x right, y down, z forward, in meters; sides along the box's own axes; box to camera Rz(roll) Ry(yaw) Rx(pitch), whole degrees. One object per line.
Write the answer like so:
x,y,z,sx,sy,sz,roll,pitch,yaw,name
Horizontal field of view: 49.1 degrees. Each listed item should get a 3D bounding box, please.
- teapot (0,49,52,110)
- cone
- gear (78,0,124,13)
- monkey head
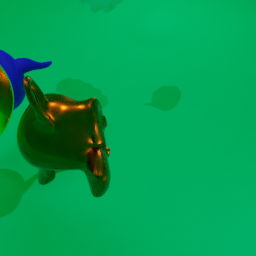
-2.421,-0.823,5.241,2.068,1.012,1.286,-28,81,5,teapot
-2.525,-0.641,3.577,1.615,1.615,1.621,-28,46,-21,cone
-0.789,-3.777,6.884,1.755,1.755,0.325,28,50,21,gear
-0.732,0.230,3.199,1.025,1.700,1.223,-4,48,-15,monkey head
